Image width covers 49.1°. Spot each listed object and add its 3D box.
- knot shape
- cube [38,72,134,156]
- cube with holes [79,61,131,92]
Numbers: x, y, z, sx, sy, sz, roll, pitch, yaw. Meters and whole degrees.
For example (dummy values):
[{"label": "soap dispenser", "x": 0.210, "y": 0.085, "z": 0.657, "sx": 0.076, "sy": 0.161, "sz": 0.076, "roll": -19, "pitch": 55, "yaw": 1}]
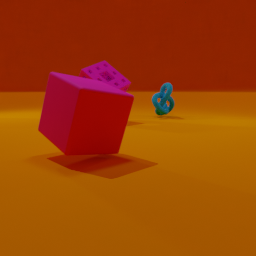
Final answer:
[{"label": "knot shape", "x": 1.518, "y": -1.051, "z": 11.792, "sx": 0.681, "sy": 1.474, "sz": 1.379, "roll": 12, "pitch": -31, "yaw": 23}, {"label": "cube", "x": -0.751, "y": -0.246, "z": 4.893, "sx": 1.097, "sy": 1.097, "sz": 1.097, "roll": 3, "pitch": 19, "yaw": -43}, {"label": "cube with holes", "x": -0.987, "y": -1.372, "z": 10.104, "sx": 1.315, "sy": 1.315, "sz": 1.315, "roll": 41, "pitch": 41, "yaw": 10}]
